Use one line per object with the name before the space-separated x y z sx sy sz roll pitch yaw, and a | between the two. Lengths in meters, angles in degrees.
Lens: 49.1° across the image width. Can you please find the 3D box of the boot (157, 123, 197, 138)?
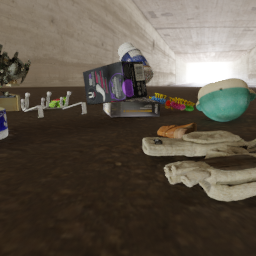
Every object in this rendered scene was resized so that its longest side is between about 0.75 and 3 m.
boot | 1.383 0.048 7.738 0.828 0.394 1.070 5 10 36

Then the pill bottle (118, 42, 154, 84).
pill bottle | 0.238 -2.437 10.558 0.908 0.908 1.636 -7 56 -33

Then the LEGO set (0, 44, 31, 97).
LEGO set | -3.011 -1.231 6.097 0.600 1.376 2.119 -5 37 49

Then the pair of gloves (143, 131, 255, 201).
pair of gloves | 1.665 0.525 4.859 2.485 0.512 2.923 -6 9 -10

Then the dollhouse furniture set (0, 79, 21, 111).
dollhouse furniture set | -6.196 -1.913 13.486 1.508 2.140 1.500 -8 13 -37

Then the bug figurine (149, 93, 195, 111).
bug figurine | 2.134 -1.158 13.288 1.759 0.584 2.268 17 6 33

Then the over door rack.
over door rack | -3.407 -1.142 12.653 2.136 0.963 2.891 -8 13 -33

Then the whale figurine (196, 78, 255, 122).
whale figurine | 3.714 -0.822 10.627 2.190 1.428 2.753 -11 -18 20

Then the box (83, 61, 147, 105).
box | -0.452 -1.429 9.110 1.906 1.165 1.011 -2 7 44

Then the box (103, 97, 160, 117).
box | 0.065 -0.979 12.550 2.095 0.639 2.645 -2 11 -12

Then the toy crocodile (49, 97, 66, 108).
toy crocodile | -3.725 -1.371 15.108 0.544 0.498 1.611 4 12 21

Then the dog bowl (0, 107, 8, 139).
dog bowl | -4.272 -0.099 7.469 1.943 0.765 1.943 0 10 0
